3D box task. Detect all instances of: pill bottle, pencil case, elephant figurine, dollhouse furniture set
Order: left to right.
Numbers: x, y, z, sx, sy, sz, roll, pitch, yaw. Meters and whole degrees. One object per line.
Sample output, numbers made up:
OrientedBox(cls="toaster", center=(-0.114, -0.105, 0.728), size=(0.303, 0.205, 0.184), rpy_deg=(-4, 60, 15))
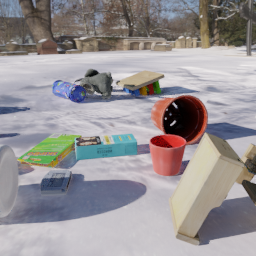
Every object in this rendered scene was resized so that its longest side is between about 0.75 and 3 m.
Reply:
OrientedBox(cls="pill bottle", center=(-3.946, 1.177, 5.988), size=(2.740, 1.567, 1.567), rpy_deg=(-2, 19, -5))
OrientedBox(cls="pencil case", center=(-3.516, -2.130, 16.291), size=(1.123, 1.009, 2.587), rpy_deg=(-29, 33, -31))
OrientedBox(cls="elephant figurine", center=(-2.136, -2.580, 16.499), size=(2.398, 1.861, 1.697), rpy_deg=(9, 15, 4))
OrientedBox(cls="dollhouse furniture set", center=(2.510, 1.567, 5.676), size=(2.776, 1.844, 2.433), rpy_deg=(22, 19, -5))

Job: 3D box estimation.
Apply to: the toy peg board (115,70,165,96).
OrientedBox(cls="toy peg board", center=(0.846, -2.695, 18.178), size=(2.384, 1.171, 2.393), rpy_deg=(-25, 26, -20))

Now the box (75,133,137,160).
OrientedBox(cls="box", center=(-0.736, 0.597, 9.270), size=(1.980, 0.487, 0.815), rpy_deg=(-4, 20, -11))

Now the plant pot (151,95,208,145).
OrientedBox(cls="plant pot", center=(1.770, -0.416, 10.559), size=(1.796, 1.796, 1.747), rpy_deg=(-5, 12, -14))

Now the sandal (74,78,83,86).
OrientedBox(cls="sandal", center=(-2.604, -3.069, 18.368), size=(2.896, 0.620, 1.101), rpy_deg=(-14, 12, 2))

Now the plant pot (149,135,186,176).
OrientedBox(cls="plant pot", center=(1.113, 0.794, 8.024), size=(1.059, 0.937, 1.059), rpy_deg=(0, 20, 0))

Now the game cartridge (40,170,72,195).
OrientedBox(cls="game cartridge", center=(-1.902, 1.426, 7.358), size=(0.713, 0.222, 1.070), rpy_deg=(-5, 19, 0))

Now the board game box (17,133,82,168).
OrientedBox(cls="board game box", center=(-2.490, 0.707, 9.218), size=(1.117, 0.351, 2.338), rpy_deg=(4, 17, 14))

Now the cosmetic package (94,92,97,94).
OrientedBox(cls="cosmetic package", center=(-2.115, -2.583, 18.437), size=(0.620, 0.446, 1.099), rpy_deg=(7, 22, 21))
